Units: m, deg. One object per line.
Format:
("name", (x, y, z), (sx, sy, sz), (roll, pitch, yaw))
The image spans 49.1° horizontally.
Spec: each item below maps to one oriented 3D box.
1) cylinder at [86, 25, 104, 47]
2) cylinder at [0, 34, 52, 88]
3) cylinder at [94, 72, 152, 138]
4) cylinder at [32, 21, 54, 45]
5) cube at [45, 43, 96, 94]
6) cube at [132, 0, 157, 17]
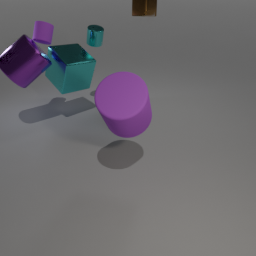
("cylinder", (-1.404, -3.928, 11.944), (0.700, 0.700, 0.700), (7, 42, -6))
("cylinder", (-3.776, -2.425, 10.255), (1.400, 1.400, 1.400), (-41, 34, 3))
("cylinder", (-0.082, -0.601, 7.733), (1.400, 1.400, 1.400), (-3, 68, 8))
("cylinder", (-3.232, -3.623, 10.679), (0.700, 0.700, 0.700), (10, 3, -1))
("cube", (-2.362, -2.435, 11.423), (1.400, 1.400, 1.400), (-21, 55, -39))
("cube", (0.633, -4.659, 10.743), (0.700, 0.700, 0.700), (18, 28, 36))
